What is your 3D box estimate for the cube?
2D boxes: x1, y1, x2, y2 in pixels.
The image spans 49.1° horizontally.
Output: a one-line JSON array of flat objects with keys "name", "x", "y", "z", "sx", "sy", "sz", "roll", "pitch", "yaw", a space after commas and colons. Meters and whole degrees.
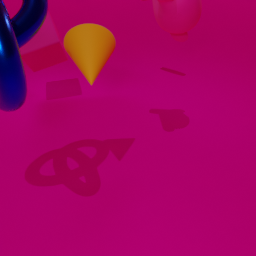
[{"name": "cube", "x": -2.673, "y": -2.626, "z": 8.506, "sx": 1.199, "sy": 1.199, "sz": 1.199, "roll": -21, "pitch": 79, "yaw": -3}]

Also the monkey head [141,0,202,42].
[{"name": "monkey head", "x": 0.728, "y": -2.293, "z": 5.233, "sx": 1.261, "sy": 1.056, "sz": 1.753, "roll": 2, "pitch": -7, "yaw": 19}]

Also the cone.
[{"name": "cone", "x": -0.600, "y": -1.035, "z": 4.507, "sx": 0.866, "sy": 0.866, "sz": 0.869, "roll": -3, "pitch": 61, "yaw": -5}]

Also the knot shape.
[{"name": "knot shape", "x": -1.910, "y": -1.066, "z": 3.435, "sx": 1.880, "sy": 0.928, "sz": 2.009, "roll": -20, "pitch": 69, "yaw": 23}]
